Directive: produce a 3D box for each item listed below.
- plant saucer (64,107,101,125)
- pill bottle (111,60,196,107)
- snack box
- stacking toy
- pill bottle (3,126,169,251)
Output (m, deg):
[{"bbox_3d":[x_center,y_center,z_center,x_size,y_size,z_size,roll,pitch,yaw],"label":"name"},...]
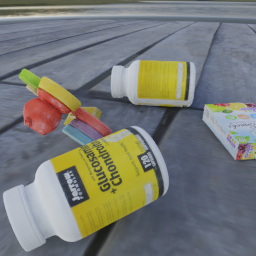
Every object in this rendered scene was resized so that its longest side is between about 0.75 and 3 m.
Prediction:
[{"bbox_3d":[-1.533,-0.449,9.566,1.130,0.274,1.130,0,27,2],"label":"plant saucer"},{"bbox_3d":[0.921,-1.662,10.408,2.953,1.654,1.654,4,27,6],"label":"pill bottle"},{"bbox_3d":[3.390,-0.007,8.145,1.636,0.609,2.300,-4,31,-7],"label":"snack box"},{"bbox_3d":[-1.847,-0.288,7.154,2.351,2.598,1.097,28,79,38],"label":"stacking toy"},{"bbox_3d":[-0.703,1.065,5.012,2.613,1.463,1.463,-23,33,-18],"label":"pill bottle"}]
